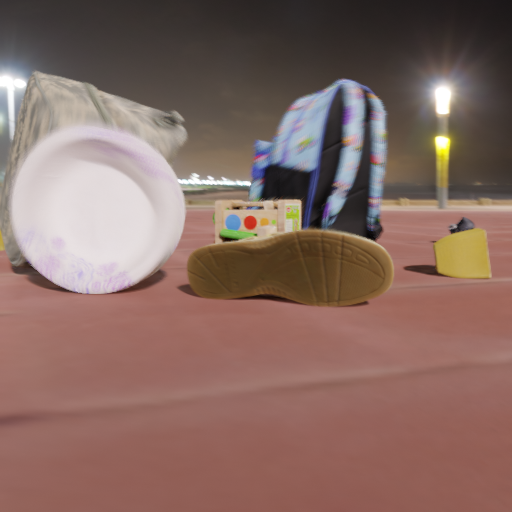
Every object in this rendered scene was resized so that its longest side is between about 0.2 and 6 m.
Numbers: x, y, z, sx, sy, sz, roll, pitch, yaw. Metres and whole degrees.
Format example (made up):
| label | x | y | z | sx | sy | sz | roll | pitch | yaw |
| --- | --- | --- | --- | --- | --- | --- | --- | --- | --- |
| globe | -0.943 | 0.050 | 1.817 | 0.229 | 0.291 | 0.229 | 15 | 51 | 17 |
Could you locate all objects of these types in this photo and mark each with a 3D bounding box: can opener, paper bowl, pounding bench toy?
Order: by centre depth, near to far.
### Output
| label | x | y | z | sx | sy | sz | roll | pitch | yaw |
| --- | --- | --- | --- | --- | --- | --- | --- | --- | --- |
| paper bowl | -1.499 | -0.451 | 5.572 | 1.573 | 1.573 | 0.818 | 1 | 6 | 6 |
| pounding bench toy | -0.098 | -0.318 | 7.698 | 1.124 | 0.895 | 1.441 | 2 | 6 | 18 |
| can opener | 4.280 | -0.446 | 11.543 | 0.546 | 0.677 | 1.722 | -39 | -9 | 16 |

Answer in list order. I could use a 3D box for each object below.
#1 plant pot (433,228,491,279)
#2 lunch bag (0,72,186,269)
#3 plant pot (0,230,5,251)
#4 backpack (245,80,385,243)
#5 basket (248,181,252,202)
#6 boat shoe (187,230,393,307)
| label | x | y | z | sx | sy | sz | roll | pitch | yaw |
| --- | --- | --- | --- | --- | --- | --- | --- | --- | --- |
| plant pot | 2.387 | -0.001 | 6.575 | 0.563 | 0.550 | 0.547 | -8 | 4 | 14 |
| lunch bag | -2.008 | -0.903 | 6.934 | 1.850 | 2.206 | 1.537 | 6 | 34 | -35 |
| plant pot | -4.832 | -0.365 | 9.946 | 0.756 | 0.537 | 0.756 | 0 | 5 | 0 |
| backpack | 1.251 | -1.769 | 10.698 | 1.988 | 2.956 | 2.698 | 14 | 11 | 37 |
| basket | 1.383 | -1.582 | 13.979 | 2.897 | 2.612 | 1.970 | -17 | 13 | -41 |
| boat shoe | 0.311 | 0.060 | 5.015 | 1.851 | 0.685 | 0.614 | 2 | 12 | 21 |
